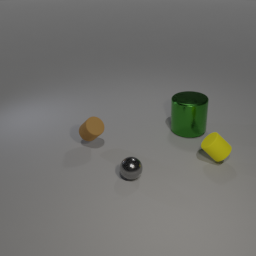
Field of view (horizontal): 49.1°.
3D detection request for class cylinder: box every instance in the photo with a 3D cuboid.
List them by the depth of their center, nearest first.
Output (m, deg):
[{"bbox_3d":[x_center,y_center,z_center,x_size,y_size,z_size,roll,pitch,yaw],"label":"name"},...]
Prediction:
[{"bbox_3d":[2.876,0.613,9.137,0.700,0.700,0.700,42,28,-11],"label":"cylinder"},{"bbox_3d":[-1.283,0.039,9.848,0.700,0.700,0.700,-24,-6,-37],"label":"cylinder"},{"bbox_3d":[2.404,-0.553,11.035,1.400,1.400,1.400,-3,29,2],"label":"cylinder"}]

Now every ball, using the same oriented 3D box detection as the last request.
[{"bbox_3d":[0.097,1.222,8.548,0.700,0.700,0.700,0,28,0],"label":"ball"}]
